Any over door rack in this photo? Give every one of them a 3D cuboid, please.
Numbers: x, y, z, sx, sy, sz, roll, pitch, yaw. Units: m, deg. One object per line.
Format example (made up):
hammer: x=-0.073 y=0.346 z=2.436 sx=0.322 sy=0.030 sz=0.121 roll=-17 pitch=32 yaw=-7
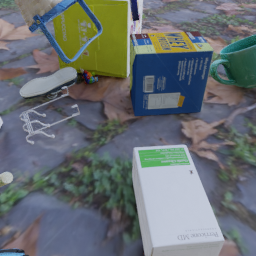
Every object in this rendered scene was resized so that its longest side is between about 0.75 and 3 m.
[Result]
over door rack: x=-2.420 y=-0.361 z=8.803 sx=1.816 sy=0.605 sz=1.342 roll=-33 pitch=45 yaw=-5

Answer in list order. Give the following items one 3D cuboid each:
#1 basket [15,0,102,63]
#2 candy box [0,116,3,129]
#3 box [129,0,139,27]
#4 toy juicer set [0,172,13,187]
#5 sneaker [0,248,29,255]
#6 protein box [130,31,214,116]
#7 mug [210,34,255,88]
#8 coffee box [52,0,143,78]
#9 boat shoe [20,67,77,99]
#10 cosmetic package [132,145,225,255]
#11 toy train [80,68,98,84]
basket: x=-1.843 y=-3.209 z=7.743 sx=1.634 sy=2.348 sz=2.071 roll=-11 pitch=37 yaw=36
candy box: x=-5.132 y=0.427 z=7.587 sx=2.484 sy=1.059 sz=2.961 roll=-4 pitch=39 yaw=-5
box: x=0.115 y=-2.836 z=6.301 sx=0.156 sy=0.964 sz=0.584 roll=-10 pitch=44 yaw=2
toy juicer set: x=-3.191 y=1.709 z=5.550 sx=0.771 sy=1.803 sz=2.834 roll=38 pitch=31 yaw=-24
sneaker: x=-1.960 y=2.673 z=4.987 sx=2.458 sy=0.900 sz=1.007 roll=12 pitch=41 yaw=15
protein box: x=1.280 y=-1.795 z=9.326 sx=2.315 sy=2.299 sz=1.562 roll=-4 pitch=40 yaw=-5
mug: x=4.494 y=-2.388 z=10.481 sx=2.566 sy=1.586 sz=2.108 roll=-16 pitch=20 yaw=26
coffee box: x=-1.122 y=-4.168 z=11.629 sx=2.992 sy=2.987 sz=2.959 roll=9 pitch=38 yaw=9
boat shoe: x=-2.857 y=-1.539 z=10.273 sx=2.167 sy=0.670 sz=0.811 roll=-33 pitch=65 yaw=-23
cosmetic package: x=0.908 y=1.624 z=6.124 sx=1.378 sy=1.086 sz=2.561 roll=-3 pitch=38 yaw=-7
toy train: x=-1.558 y=-2.153 z=11.167 sx=0.494 sy=0.362 sz=0.854 roll=-11 pitch=61 yaw=-31
